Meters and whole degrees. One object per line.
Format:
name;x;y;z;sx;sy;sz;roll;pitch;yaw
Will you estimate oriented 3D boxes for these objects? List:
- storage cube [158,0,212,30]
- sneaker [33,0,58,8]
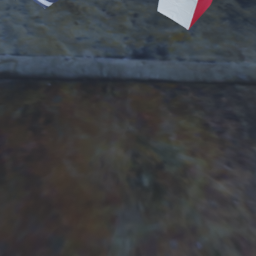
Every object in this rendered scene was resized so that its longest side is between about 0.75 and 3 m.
storage cube;1.205;-2.715;5.608;0.830;0.971;0.873;37;74;11
sneaker;-1.262;-3.392;6.387;1.319;0.852;2.431;-10;18;35
